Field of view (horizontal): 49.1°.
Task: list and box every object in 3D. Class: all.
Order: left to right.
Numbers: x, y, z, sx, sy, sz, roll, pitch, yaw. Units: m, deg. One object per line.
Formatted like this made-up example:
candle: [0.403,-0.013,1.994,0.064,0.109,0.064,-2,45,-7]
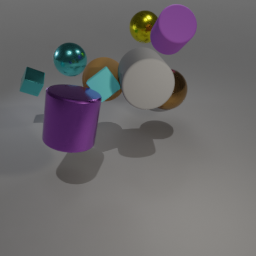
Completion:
cube: [-3.606,-1.739,10.559,0.700,0.700,0.700,16,47,-29]
ball: [-2.426,-2.875,11.802,1.400,1.400,1.400,0,30,0]
cylinder: [-1.475,-0.279,7.332,1.400,1.400,1.400,10,22,-4]
cube: [-0.690,-1.254,8.000,0.700,0.700,0.700,-36,15,6]
ball: [-0.765,-1.555,8.992,1.400,1.400,1.400,0,30,0]
cylinder: [0.458,-1.414,7.849,1.400,1.400,1.400,-3,28,-5]
ball: [0.757,-4.536,12.602,1.400,1.400,1.400,0,30,0]
ball: [1.323,-1.321,9.572,1.400,1.400,1.400,0,30,0]
cylinder: [1.650,-3.608,10.423,1.400,1.400,1.400,-5,-2,-8]
